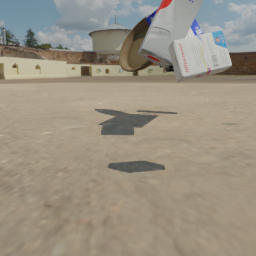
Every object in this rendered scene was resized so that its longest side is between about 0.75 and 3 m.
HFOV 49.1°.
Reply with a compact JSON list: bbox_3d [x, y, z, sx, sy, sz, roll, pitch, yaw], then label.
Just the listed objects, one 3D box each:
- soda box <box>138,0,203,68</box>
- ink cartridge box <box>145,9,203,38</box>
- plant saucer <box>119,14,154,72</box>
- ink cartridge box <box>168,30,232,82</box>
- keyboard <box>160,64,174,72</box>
[{"bbox_3d":[1.190,-2.866,6.950,0.883,2.586,0.820,25,2,-8],"label":"soda box"},{"bbox_3d":[1.555,-3.105,8.681,0.605,1.287,2.737,-28,8,33],"label":"ink cartridge box"},{"bbox_3d":[0.658,-3.223,10.689,0.381,2.590,2.590,29,-8,-36],"label":"plant saucer"},{"bbox_3d":[1.051,-1.055,4.160,0.774,0.559,0.328,-14,-3,-8],"label":"ink cartridge box"},{"bbox_3d":[2.096,-2.403,10.943,1.786,0.184,1.135,10,36,24],"label":"keyboard"}]
